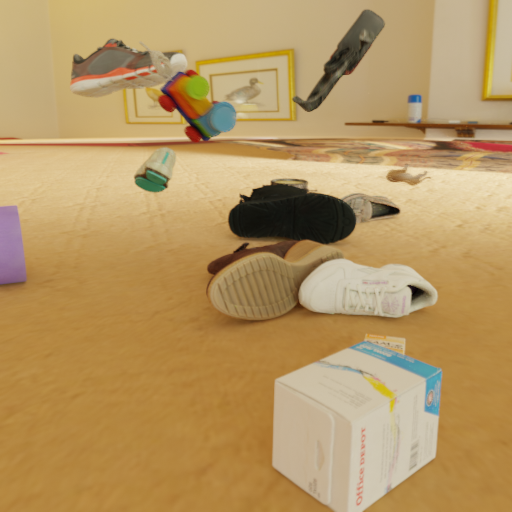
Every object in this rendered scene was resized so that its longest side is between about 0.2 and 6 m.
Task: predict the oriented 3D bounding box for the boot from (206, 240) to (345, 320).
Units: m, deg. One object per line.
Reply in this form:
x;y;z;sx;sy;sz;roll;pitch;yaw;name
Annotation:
-0.155;0.348;9.239;2.744;0.993;2.283;-15;9;-39;boot

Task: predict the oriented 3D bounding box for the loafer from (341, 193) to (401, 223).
2.972;-1.249;14.827;2.112;0.759;0.664;-8;24;-36;loafer

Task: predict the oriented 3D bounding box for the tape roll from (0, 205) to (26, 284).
-4.388;-0.191;9.764;0.576;1.356;1.356;-7;17;-25;tape roll

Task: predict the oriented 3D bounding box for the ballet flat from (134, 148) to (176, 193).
-1.873;-1.641;10.749;0.682;0.631;2.023;26;-9;-20;ballet flat

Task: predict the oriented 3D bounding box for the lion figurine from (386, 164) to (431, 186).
3.172;-1.635;11.715;0.821;0.503;0.298;24;47;-3;lion figurine

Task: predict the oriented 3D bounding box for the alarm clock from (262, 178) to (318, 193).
1.212;-2.155;18.199;1.833;0.610;1.236;11;18;41;alarm clock

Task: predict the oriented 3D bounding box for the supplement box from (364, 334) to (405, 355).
1.498;1.226;6.656;0.498;0.290;0.790;5;16;15;supplement box

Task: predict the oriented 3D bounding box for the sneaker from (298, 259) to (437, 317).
1.687;0.506;8.324;2.100;0.786;1.046;-4;16;-15;sneaker

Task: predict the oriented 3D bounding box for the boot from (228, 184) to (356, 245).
0.941;-1.109;13.571;3.100;1.147;2.540;0;15;15;boot

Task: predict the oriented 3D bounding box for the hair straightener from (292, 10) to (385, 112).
1.154;-2.717;7.524;0.463;0.871;2.264;40;58;1;hair straightener

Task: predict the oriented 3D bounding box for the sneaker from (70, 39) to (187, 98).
-2.818;-4.173;11.939;2.684;1.099;1.034;-7;1;11;sneaker

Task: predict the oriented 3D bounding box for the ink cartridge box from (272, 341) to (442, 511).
0.865;1.420;4.834;1.220;0.898;0.883;-13;20;-39;ink cartridge box

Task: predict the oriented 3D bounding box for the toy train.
-1.185;-2.847;9.469;0.842;1.990;1.151;-47;25;-10;toy train
